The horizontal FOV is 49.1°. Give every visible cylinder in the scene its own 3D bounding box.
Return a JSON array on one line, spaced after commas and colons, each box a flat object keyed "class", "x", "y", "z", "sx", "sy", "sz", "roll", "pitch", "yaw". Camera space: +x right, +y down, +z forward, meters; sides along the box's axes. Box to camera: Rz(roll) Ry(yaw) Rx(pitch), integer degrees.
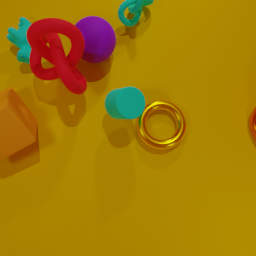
[{"class": "cylinder", "x": -0.082, "y": -0.579, "z": 6.627, "sx": 0.740, "sy": 0.740, "sz": 0.740, "roll": -1, "pitch": 93, "yaw": -26}]

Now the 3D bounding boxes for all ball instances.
[{"class": "ball", "x": -0.883, "y": -2.254, "z": 7.182, "sx": 1.149, "sy": 1.149, "sz": 1.149, "roll": 0, "pitch": 81, "yaw": 0}]

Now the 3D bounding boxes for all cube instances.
[{"class": "cube", "x": -2.949, "y": -0.097, "z": 6.618, "sx": 1.107, "sy": 1.107, "sz": 1.107, "roll": -28, "pitch": 124, "yaw": 1}]

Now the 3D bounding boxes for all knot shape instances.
[{"class": "knot shape", "x": -1.571, "y": -1.549, "z": 6.545, "sx": 0.877, "sy": 1.898, "sz": 1.776, "roll": -43, "pitch": 105, "yaw": -29}, {"class": "knot shape", "x": 0.242, "y": -3.297, "z": 7.360, "sx": 0.512, "sy": 1.037, "sz": 1.108, "roll": 41, "pitch": 70, "yaw": 4}]

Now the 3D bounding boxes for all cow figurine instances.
[{"class": "cow figurine", "x": -2.680, "y": -2.272, "z": 7.470, "sx": 1.059, "sy": 0.591, "sz": 1.076, "roll": 38, "pitch": 62, "yaw": -14}]

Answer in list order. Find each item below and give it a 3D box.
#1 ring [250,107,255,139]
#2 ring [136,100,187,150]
[{"class": "ring", "x": 3.885, "y": -0.105, "z": 7.300, "sx": 1.393, "sy": 0.279, "sz": 1.393, "roll": 0, "pitch": 81, "yaw": 0}, {"class": "ring", "x": 0.867, "y": -0.092, "z": 7.264, "sx": 1.323, "sy": 0.265, "sz": 1.323, "roll": 1, "pitch": 79, "yaw": -3}]
